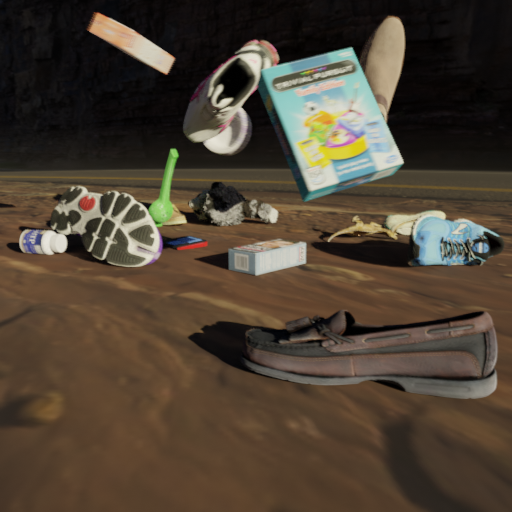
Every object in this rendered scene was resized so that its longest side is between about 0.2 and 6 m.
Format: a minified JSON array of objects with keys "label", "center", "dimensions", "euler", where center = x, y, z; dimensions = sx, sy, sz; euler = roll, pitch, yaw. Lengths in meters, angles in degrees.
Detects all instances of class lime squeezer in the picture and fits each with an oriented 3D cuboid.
[{"label":"lime squeezer","center":[-2.970,-1.322,15.077],"dimensions":[3.757,1.327,0.709],"euler":[-31,3,46]}]

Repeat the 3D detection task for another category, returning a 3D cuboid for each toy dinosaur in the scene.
[{"label":"toy dinosaur","center":[2.417,-0.628,13.159],"dimensions":[1.718,0.500,0.869],"euler":[-2,13,-8]}]

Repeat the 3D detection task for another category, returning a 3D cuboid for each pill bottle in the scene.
[{"label":"pill bottle","center":[-4.310,-0.271,11.372],"dimensions":[0.822,0.492,0.492],"euler":[2,12,15]}]

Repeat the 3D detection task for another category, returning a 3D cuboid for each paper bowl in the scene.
[{"label":"paper bowl","center":[-0.769,-3.354,14.922],"dimensions":[1.360,1.360,0.707],"euler":[4,3,20]}]

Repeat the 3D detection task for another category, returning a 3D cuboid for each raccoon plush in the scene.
[{"label":"raccoon plush","center":[-0.746,-1.192,15.804],"dimensions":[2.359,1.141,1.580],"euler":[26,-8,-13]}]

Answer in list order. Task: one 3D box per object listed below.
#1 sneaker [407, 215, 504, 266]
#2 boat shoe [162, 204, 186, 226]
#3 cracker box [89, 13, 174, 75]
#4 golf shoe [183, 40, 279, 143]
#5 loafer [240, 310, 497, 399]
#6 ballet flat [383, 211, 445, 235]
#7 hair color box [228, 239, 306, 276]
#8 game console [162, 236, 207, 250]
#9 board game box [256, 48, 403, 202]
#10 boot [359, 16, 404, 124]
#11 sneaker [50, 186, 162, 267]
[{"label":"sneaker","center":[3.709,-0.256,10.284],"dimensions":[2.394,0.938,1.077],"euler":[-9,18,-37]},{"label":"boat shoe","center":[-2.506,-1.183,15.687],"dimensions":[0.630,0.565,1.702],"euler":[-9,14,-36]},{"label":"cracker box","center":[-2.163,-3.716,9.870],"dimensions":[0.860,0.370,1.284],"euler":[33,12,22]},{"label":"golf shoe","center":[-0.893,-3.707,13.080],"dimensions":[3.181,1.155,1.465],"euler":[-39,7,41]},{"label":"loafer","center":[1.029,0.798,5.387],"dimensions":[2.411,0.759,0.866],"euler":[3,12,16]},{"label":"ballet flat","center":[4.014,-0.741,13.977],"dimensions":[1.754,0.592,0.547],"euler":[-7,41,-15]},{"label":"hair color box","center":[0.218,0.006,10.181],"dimensions":[0.681,0.417,1.377],"euler":[10,14,42]},{"label":"game console","center":[-1.611,-0.291,12.361],"dimensions":[0.816,0.143,0.923],"euler":[-8,14,-37]},{"label":"board game box","center":[0.996,-1.841,7.768],"dimensions":[1.407,1.864,0.437],"euler":[-18,-11,-13]},{"label":"boot","center":[2.335,-3.134,10.902],"dimensions":[0.878,2.500,1.828],"euler":[11,39,4]},{"label":"sneaker","center":[-2.799,-0.597,11.266],"dimensions":[3.266,1.317,1.363],"euler":[25,-1,43]}]
